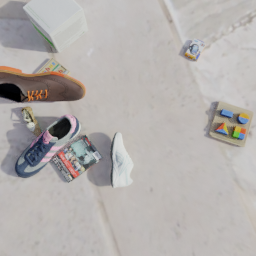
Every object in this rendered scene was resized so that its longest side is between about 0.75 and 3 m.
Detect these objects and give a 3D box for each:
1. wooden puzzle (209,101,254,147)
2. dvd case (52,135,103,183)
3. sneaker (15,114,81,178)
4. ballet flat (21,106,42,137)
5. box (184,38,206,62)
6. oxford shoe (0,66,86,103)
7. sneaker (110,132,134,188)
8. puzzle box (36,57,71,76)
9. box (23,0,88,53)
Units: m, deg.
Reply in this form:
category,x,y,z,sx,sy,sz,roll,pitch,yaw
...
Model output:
category,x,y,z,sx,sy,sz,roll,pitch,yaw
wooden puzzle,3.267,-0.155,8.771,1.167,0.292,1.260,19,77,5
dvd case,-1.547,0.937,8.580,1.280,0.141,0.934,-37,79,-8
sneaker,-2.461,0.464,8.251,0.849,0.992,2.420,42,80,9
ballet flat,-3.041,-0.191,8.707,0.386,0.358,1.096,-41,70,28
box,2.300,-2.677,9.471,0.465,0.162,0.782,29,80,7
oxford shoe,-2.665,-1.055,8.209,2.819,1.004,1.023,5,40,-8
sneaker,-0.192,0.947,8.408,0.665,0.584,1.660,0,82,-10
puzzle box,-2.610,-1.637,9.208,0.835,0.160,1.255,39,79,10
box,-2.304,-3.551,9.146,1.394,1.194,1.387,-42,80,-9
